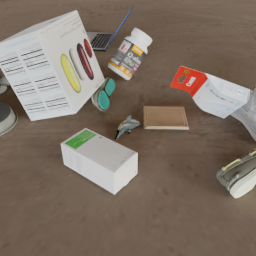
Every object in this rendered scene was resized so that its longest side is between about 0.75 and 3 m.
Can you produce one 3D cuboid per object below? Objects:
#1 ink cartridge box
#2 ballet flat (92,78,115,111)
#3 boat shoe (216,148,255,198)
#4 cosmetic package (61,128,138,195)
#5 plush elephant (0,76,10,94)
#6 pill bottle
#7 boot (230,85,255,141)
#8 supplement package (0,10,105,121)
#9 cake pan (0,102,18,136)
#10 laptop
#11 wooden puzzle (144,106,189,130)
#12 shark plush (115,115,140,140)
[{"bbox_3d":[2.209,-0.983,8.050,1.955,1.565,0.462,20,77,2],"label":"ink cartridge box"},{"bbox_3d":[-0.898,-1.068,9.418,0.612,0.647,1.920,-18,29,23],"label":"ballet flat"},{"bbox_3d":[3.023,0.813,6.525,2.207,0.789,0.660,-24,47,-24],"label":"boat shoe"},{"bbox_3d":[-0.684,0.742,6.691,1.676,0.711,0.902,21,39,29],"label":"cosmetic package"},{"bbox_3d":[-4.927,-1.634,9.412,1.798,1.481,1.392,-28,21,10],"label":"plush elephant"},{"bbox_3d":[0.094,-2.782,10.553,1.017,1.747,1.017,33,9,-6],"label":"pill bottle"},{"bbox_3d":[3.745,-0.789,8.234,1.051,1.366,2.859,-8,37,-11],"label":"boot"},{"bbox_3d":[-2.247,-1.890,8.521,1.766,2.402,2.297,-7,32,26],"label":"supplement package"},{"bbox_3d":[-4.293,-0.268,8.408,1.812,0.332,1.812,0,36,0],"label":"cake pan"},{"bbox_3d":[-1.228,-5.014,13.889,2.754,1.596,2.579,5,36,7],"label":"laptop"},{"bbox_3d":[1.121,-0.293,8.549,1.290,0.260,1.395,1,31,2],"label":"wooden puzzle"},{"bbox_3d":[-0.038,-0.002,8.075,0.403,0.439,0.967,43,41,4],"label":"shark plush"}]
